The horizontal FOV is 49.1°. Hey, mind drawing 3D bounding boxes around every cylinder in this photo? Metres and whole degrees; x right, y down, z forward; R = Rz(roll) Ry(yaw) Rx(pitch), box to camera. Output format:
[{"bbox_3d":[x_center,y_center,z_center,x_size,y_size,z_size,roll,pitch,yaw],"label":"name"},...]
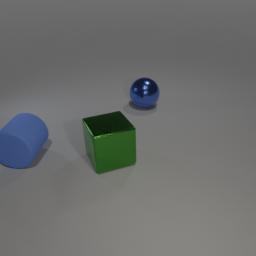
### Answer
[{"bbox_3d":[-3.607,0.405,9.476,1.400,1.400,1.400,4,31,7],"label":"cylinder"}]

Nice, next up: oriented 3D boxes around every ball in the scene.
[{"bbox_3d":[0.766,-1.628,12.964,1.400,1.400,1.400,0,30,0],"label":"ball"}]

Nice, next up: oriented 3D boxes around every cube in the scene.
[{"bbox_3d":[-0.630,0.433,9.373,1.400,1.400,1.400,-13,31,-19],"label":"cube"}]
